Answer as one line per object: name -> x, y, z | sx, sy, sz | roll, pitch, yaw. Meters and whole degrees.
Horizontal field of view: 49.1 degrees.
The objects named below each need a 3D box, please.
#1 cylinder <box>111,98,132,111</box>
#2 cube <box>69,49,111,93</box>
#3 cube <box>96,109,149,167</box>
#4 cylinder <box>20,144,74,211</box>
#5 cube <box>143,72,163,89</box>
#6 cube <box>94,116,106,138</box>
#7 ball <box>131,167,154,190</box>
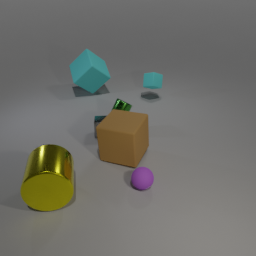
cylinder -> -0.282, -0.771, 11.584 | 0.700, 0.700, 0.700 | 26, 7, -3
cube -> -2.000, -2.948, 14.651 | 1.400, 1.400, 1.400 | 26, 35, -46
cube -> -0.142, 0.328, 9.913 | 1.400, 1.400, 1.400 | 9, 33, 21
cylinder -> -2.286, 1.412, 8.134 | 1.400, 1.400, 1.400 | -5, 30, -8
cube -> 1.263, -2.392, 14.221 | 0.700, 0.700, 0.700 | 5, -1, -43
cube -> -1.004, -0.055, 11.387 | 0.700, 0.700, 0.700 | -2, 26, -3
ball -> 0.448, 1.548, 8.638 | 0.700, 0.700, 0.700 | 0, 30, 0
